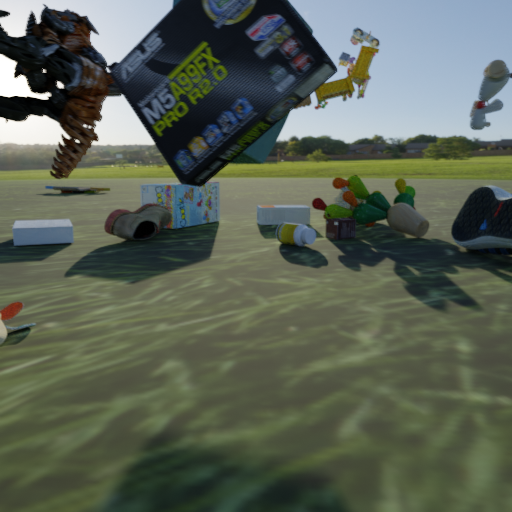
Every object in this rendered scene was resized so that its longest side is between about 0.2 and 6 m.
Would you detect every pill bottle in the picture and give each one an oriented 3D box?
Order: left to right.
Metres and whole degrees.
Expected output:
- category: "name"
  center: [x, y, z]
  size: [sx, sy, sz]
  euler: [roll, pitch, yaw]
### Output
- category: "pill bottle"
  center: [0.791, -0.418, 11.060]
  size: [0.431, 0.431, 0.769]
  euler: [-9, 13, -42]

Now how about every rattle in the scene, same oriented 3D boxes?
- category: "rattle"
  center: [-2.724, 0.750, 5.109]
  size: [0.868, 0.952, 1.333]
  euler: [28, -9, 0]

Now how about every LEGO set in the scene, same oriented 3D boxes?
- category: "LEGO set"
  center: [1.683, -3.390, 11.064]
  size: [1.019, 2.215, 0.824]
  euler: [40, -9, 17]

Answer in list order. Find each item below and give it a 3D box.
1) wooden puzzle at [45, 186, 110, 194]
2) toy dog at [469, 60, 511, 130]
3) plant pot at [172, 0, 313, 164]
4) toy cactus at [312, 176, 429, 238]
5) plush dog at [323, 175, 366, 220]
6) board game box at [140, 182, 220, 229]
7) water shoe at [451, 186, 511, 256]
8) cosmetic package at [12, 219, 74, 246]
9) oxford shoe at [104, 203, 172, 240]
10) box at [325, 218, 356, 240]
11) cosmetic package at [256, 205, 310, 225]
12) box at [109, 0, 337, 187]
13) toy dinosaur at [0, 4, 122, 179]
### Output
- category: "wooden puzzle"
  center: [-8.847, -3.258, 27.758]
  size: [2.856, 0.334, 1.927]
  euler: [6, 7, 30]
- category: "toy dog"
  center: [4.054, -2.721, 9.462]
  size: [0.569, 1.182, 0.779]
  euler: [15, 39, 12]
- category: "plant pot"
  center: [-0.446, -3.395, 10.947]
  size: [2.094, 2.962, 2.092]
  euler: [7, -5, 31]
- category: "toy cactus"
  center: [2.875, -0.975, 12.826]
  size: [2.791, 1.427, 2.303]
  euler: [-4, 29, -36]
- category: "plush dog"
  center: [2.542, -1.411, 15.330]
  size: [1.545, 1.240, 1.327]
  euler: [0, -16, -9]
- category: "board game box"
  center: [-1.906, -1.339, 14.386]
  size: [1.069, 1.089, 2.076]
  euler: [4, 10, 26]
- category: "water shoe"
  center: [4.607, -0.389, 9.798]
  size: [1.386, 1.256, 3.513]
  euler: [28, 6, -5]
- category: "cosmetic package"
  center: [-4.442, -0.509, 11.703]
  size: [1.129, 0.387, 1.498]
  euler: [-6, 11, -20]
- category: "oxford shoe"
  center: [-2.353, -0.638, 12.120]
  size: [0.770, 0.725, 2.058]
  euler: [26, 22, 19]
- category: "box"
  center: [1.819, -0.588, 12.060]
  size: [0.510, 0.419, 0.423]
  euler: [-6, 11, -30]
- category: "cosmetic package"
  center: [0.704, -1.070, 14.673]
  size: [1.327, 0.473, 0.673]
  euler: [-1, 10, -8]
- category: "box"
  center: [-0.579, -2.818, 8.568]
  size: [2.876, 2.304, 0.637]
  euler: [-37, -10, 19]
- category: "toy dinosaur"
  center: [-3.244, -2.876, 8.892]
  size: [2.607, 1.962, 3.841]
  euler: [7, 30, -33]
